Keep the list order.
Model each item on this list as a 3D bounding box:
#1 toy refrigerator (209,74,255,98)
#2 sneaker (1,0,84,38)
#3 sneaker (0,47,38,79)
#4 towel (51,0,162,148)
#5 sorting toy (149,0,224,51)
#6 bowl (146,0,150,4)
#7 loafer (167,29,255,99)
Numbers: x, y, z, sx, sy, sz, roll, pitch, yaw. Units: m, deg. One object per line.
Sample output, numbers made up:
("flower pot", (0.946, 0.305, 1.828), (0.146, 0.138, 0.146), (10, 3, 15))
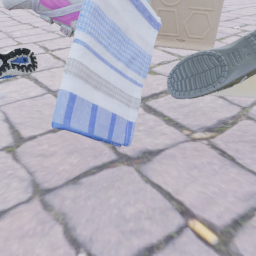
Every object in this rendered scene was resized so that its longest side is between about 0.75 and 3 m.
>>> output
("toy refrigerator", (2.811, -1.350, 7.203), (0.940, 0.866, 2.476), (-27, 26, -37))
("sneaker", (-1.444, -2.687, 6.399), (2.949, 1.301, 1.200), (5, 31, 6))
("sneaker", (-3.637, -1.599, 7.440), (1.057, 0.931, 2.370), (-11, 3, 39))
("towel", (-0.190, -1.047, 4.553), (0.310, 2.603, 1.912), (11, -7, 33))
("sorting toy", (1.766, -3.702, 8.710), (2.226, 2.405, 0.439), (7, 24, 5))
("bowl", (0.808, -4.453, 10.382), (0.976, 1.865, 1.865), (14, 34, 30))
("loafer", (1.452, -0.838, 4.080), (1.826, 0.687, 0.636), (-18, -19, 28))
